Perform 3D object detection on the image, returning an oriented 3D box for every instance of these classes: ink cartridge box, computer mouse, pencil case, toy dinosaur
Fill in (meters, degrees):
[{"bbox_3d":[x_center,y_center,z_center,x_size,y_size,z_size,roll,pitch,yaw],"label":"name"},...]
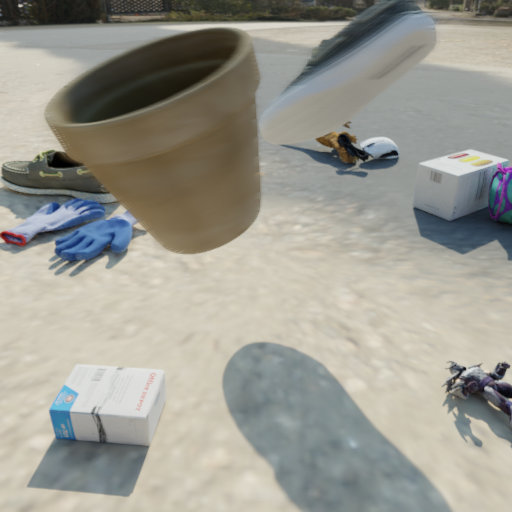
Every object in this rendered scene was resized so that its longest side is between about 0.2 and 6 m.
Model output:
[{"bbox_3d":[-1.464,1.489,5.663,0.972,0.417,0.712,4,29,5],"label":"ink cartridge box"},{"bbox_3d":[2.745,-2.567,13.115,1.657,0.364,0.909,-10,47,-34],"label":"computer mouse"},{"bbox_3d":[5.304,-1.001,9.720,2.300,1.063,0.979,5,31,12],"label":"pencil case"},{"bbox_3d":[1.683,-3.006,13.857,1.393,0.792,2.623,-18,32,-29],"label":"toy dinosaur"}]

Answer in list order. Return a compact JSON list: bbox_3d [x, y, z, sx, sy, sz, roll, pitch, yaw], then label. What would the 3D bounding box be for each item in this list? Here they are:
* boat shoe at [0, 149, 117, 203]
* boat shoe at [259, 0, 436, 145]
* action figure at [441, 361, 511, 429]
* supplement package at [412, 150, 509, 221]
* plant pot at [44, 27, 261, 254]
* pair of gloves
[{"bbox_3d":[-3.921,-1.709,11.280,2.865,0.856,1.024,9,29,16],"label":"boat shoe"},{"bbox_3d":[1.174,-2.582,7.928,2.715,0.978,0.963,-29,59,20],"label":"boat shoe"},{"bbox_3d":[2.503,1.396,5.878,0.782,0.417,1.202,-25,32,-27],"label":"action figure"},{"bbox_3d":[3.875,-1.377,10.621,1.602,0.878,0.911,-19,33,-32],"label":"supplement package"},{"bbox_3d":[-0.674,-0.934,5.049,1.820,1.579,1.820,-14,36,11],"label":"plant pot"},{"bbox_3d":[-3.001,-0.479,9.605,2.400,0.273,1.929,15,33,28],"label":"pair of gloves"}]
